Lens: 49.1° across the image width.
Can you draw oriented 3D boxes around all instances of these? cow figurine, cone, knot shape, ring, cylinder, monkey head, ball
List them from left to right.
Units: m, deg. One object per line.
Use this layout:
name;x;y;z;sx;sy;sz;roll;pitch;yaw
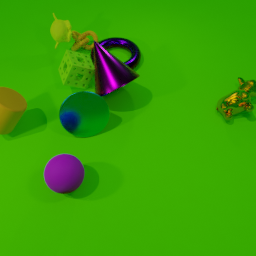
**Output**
cylinder;-3.651;-0.504;8.200;1.020;1.020;1.020;33;27;-19
monkey head;-2.425;-3.505;10.208;0.752;1.248;0.898;-3;11;-8
ball;-1.629;1.170;7.187;1.015;1.015;1.015;0;54;0
knot shape;-1.802;-3.338;10.840;1.121;0.518;1.049;22;57;15
cone;-1.406;-0.692;8.809;1.469;1.469;1.474;-10;28;-8
cone;-0.691;-2.006;8.812;1.607;1.607;1.613;-32;103;-21
ring;-0.459;-2.731;10.486;1.909;0.382;1.909;0;54;0
cow figurine;3.489;-0.963;8.944;1.485;0.815;1.462;-26;21;16

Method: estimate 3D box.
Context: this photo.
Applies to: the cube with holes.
cube with holes;-1.734;-1.962;9.439;0.839;0.839;0.839;5;45;-36
